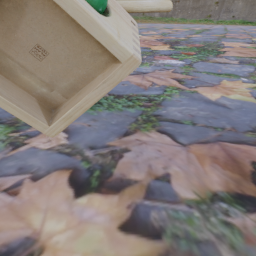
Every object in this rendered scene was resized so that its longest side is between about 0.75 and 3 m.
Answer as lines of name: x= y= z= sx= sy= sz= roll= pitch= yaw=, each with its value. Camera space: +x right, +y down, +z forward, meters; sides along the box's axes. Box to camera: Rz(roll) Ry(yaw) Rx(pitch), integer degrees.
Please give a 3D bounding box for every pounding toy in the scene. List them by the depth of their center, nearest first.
pounding toy: x=-0.891 y=-1.484 z=4.189 sx=2.535 sy=2.334 sz=1.803 roll=-36 pitch=34 yaw=27
